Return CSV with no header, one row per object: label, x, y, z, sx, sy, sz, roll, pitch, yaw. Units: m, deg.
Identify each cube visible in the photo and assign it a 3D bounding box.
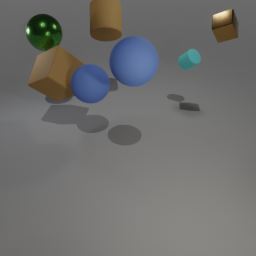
cube,3.345,-3.492,9.622,0.700,0.700,0.700,-7,59,35
cube,-2.705,-2.038,10.755,1.400,1.400,1.400,-9,62,39

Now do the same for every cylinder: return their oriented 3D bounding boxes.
cylinder,2.678,-2.973,12.217,0.700,0.700,0.700,-23,-1,-32
cylinder,-0.972,-4.729,12.273,1.400,1.400,1.400,-2,-6,0

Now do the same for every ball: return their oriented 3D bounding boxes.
ball,0.167,-1.887,7.991,1.400,1.400,1.400,0,32,0
ball,-3.290,-3.745,11.031,1.400,1.400,1.400,0,32,0
ball,-1.347,-1.578,10.051,1.400,1.400,1.400,0,32,0
